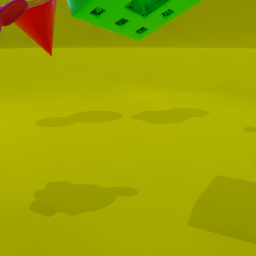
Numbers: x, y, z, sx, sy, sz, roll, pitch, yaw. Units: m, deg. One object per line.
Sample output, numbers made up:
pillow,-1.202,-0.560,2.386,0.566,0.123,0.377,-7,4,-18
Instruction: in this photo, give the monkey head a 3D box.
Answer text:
monkey head,-2.174,-1.300,3.748,1.692,1.019,1.217,0,-12,-4

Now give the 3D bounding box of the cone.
cone,-2.598,-2.887,8.399,1.567,1.573,1.567,-11,34,8

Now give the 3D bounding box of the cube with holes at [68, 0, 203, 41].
cube with holes,0.070,-1.930,3.146,1.203,1.203,1.203,-23,-12,36
